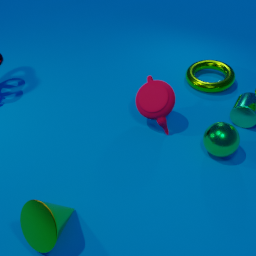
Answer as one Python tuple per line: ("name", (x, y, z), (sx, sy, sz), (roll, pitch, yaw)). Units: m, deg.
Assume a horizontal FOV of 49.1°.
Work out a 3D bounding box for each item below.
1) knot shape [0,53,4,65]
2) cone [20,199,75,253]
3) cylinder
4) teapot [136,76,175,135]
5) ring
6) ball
("knot shape", (-4.769, -1.968, 8.890), (1.348, 0.666, 1.441), (-23, 34, 13))
("cone", (-1.466, 1.846, 5.815), (1.038, 1.038, 1.042), (29, 19, 27))
("cylinder", (3.457, -0.524, 8.149), (0.768, 0.768, 0.768), (23, 49, 22))
("teapot", (0.833, -0.695, 7.966), (1.129, 0.889, 1.815), (-19, 73, 15))
("ring", (2.851, -1.831, 9.735), (1.685, 0.337, 1.685), (-3, 46, 4))
("ball", (2.391, 0.292, 7.189), (0.907, 0.907, 0.907), (0, 44, 0))
